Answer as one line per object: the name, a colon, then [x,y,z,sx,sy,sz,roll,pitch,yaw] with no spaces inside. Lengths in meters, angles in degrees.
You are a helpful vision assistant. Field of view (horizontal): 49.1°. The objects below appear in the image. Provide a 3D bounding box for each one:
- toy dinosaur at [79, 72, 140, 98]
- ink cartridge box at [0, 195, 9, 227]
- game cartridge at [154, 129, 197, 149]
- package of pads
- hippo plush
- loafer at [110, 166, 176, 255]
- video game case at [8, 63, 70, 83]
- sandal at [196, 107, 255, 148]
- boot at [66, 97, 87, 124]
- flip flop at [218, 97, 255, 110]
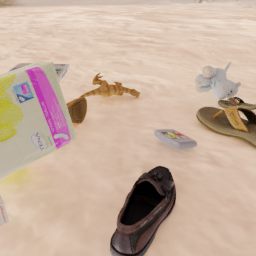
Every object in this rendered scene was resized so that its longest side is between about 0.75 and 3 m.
toy dinosaur: [-0.967,-1.440,10.628,2.902,0.877,1.541,-11,32,-19]
ink cartridge box: [-2.698,1.680,5.273,0.761,0.556,0.321,-22,36,-34]
game cartridge: [1.288,0.289,7.919,0.764,0.235,1.148,-6,22,-32]
package of pads: [-2.724,-0.094,6.459,2.776,2.144,0.947,-29,29,-31]
hippo plush: [3.521,-1.580,10.871,1.698,1.352,1.365,-13,56,-31]
loafer: [0.414,1.414,5.511,0.896,0.785,2.493,12,31,20]
video game case: [-4.320,-2.610,13.316,2.639,0.313,2.403,1,29,1]
sandal: [3.438,-0.153,8.328,1.201,0.808,2.991,-21,35,-33]
boot: [-2.463,-0.483,8.971,1.753,0.835,2.266,7,27,22]
flip flop: [3.938,-0.915,10.069,1.388,0.400,0.563,14,31,41]
